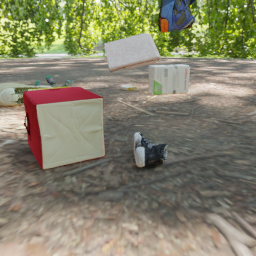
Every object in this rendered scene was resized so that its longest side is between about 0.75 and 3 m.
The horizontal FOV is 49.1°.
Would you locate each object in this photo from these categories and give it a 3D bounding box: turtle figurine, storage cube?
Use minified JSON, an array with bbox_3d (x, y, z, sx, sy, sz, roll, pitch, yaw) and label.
[{"bbox_3d":[-3.257,-1.726,12.393,1.803,0.908,1.350,31,35,35],"label":"turtle figurine"},{"bbox_3d":[-1.428,-0.101,6.294,1.632,1.395,1.467,-9,20,-26],"label":"storage cube"}]

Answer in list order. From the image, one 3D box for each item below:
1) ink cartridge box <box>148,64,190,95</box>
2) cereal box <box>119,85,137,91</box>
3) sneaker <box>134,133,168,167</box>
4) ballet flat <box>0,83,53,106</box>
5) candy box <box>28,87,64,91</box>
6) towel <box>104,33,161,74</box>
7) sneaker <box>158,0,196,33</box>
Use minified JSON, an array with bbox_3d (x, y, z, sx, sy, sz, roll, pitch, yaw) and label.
[{"bbox_3d":[2.009,-2.404,13.802,1.867,1.358,0.784,-5,18,-16],"label":"ink cartridge box"},{"bbox_3d":[-0.018,-2.167,15.066,0.609,0.167,0.847,-12,21,-34],"label":"cereal box"},{"bbox_3d":[0.493,0.457,6.126,0.700,0.464,1.230,0,23,-3],"label":"sneaker"},{"bbox_3d":[-4.217,-1.311,11.109,2.696,0.936,0.936,-7,18,-19],"label":"ballet flat"},{"bbox_3d":[-2.976,-1.177,10.923,1.659,0.848,0.219,-8,-22,-25],"label":"candy box"},{"bbox_3d":[0.101,-2.545,9.426,1.717,0.290,1.798,-14,44,2],"label":"towel"},{"bbox_3d":[0.954,-2.481,4.972,0.665,1.695,0.638,9,-2,1],"label":"sneaker"}]
